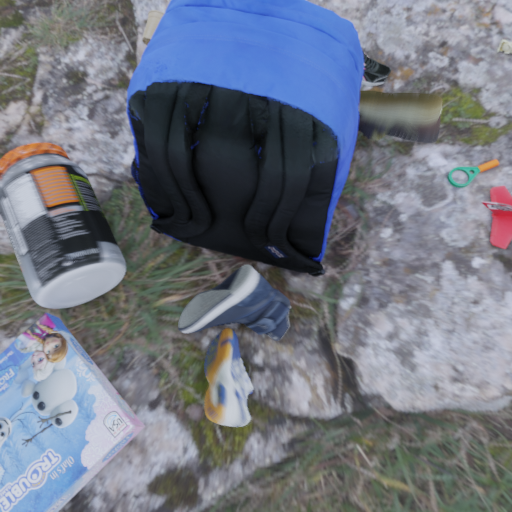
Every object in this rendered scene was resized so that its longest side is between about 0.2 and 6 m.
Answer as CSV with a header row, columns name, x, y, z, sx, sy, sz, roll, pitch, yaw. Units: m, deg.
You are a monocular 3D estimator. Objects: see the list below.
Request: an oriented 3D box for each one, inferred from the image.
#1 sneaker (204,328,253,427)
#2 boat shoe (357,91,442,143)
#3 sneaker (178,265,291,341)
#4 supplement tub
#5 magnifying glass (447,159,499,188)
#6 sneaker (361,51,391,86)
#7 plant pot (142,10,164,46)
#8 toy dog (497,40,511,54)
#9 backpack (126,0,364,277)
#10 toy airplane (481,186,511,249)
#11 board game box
name,x,y,z,sx,sy,sz,roll,pitch,yaw
sneaker,-0.463,2.237,10.235,0.809,0.691,1.835,28,47,-30
boat shoe,2.517,-2.884,11.734,1.046,0.962,2.928,-29,32,-33
sneaker,-0.329,1.171,10.435,1.537,2.127,0.809,37,39,-29
supplement tub,-3.795,-0.610,10.671,1.768,1.768,2.885,-24,71,-10
magnifying glass,4.736,-1.835,12.201,1.200,0.134,0.478,-21,68,-10
sneaker,2.380,-4.498,13.047,1.578,0.681,0.634,18,69,7
plant pot,-2.385,-5.360,13.448,0.754,0.754,0.690,21,79,9
toy dog,6.087,-5.017,13.514,0.440,0.307,0.427,22,33,11
backpack,-0.198,-2.404,9.908,3.864,4.755,3.990,9,67,5
toy airplane,6.150,-0.704,11.454,3.245,0.597,3.245,0,68,0
board game box,-3.771,2.861,9.602,2.696,0.585,2.683,-44,71,-5
